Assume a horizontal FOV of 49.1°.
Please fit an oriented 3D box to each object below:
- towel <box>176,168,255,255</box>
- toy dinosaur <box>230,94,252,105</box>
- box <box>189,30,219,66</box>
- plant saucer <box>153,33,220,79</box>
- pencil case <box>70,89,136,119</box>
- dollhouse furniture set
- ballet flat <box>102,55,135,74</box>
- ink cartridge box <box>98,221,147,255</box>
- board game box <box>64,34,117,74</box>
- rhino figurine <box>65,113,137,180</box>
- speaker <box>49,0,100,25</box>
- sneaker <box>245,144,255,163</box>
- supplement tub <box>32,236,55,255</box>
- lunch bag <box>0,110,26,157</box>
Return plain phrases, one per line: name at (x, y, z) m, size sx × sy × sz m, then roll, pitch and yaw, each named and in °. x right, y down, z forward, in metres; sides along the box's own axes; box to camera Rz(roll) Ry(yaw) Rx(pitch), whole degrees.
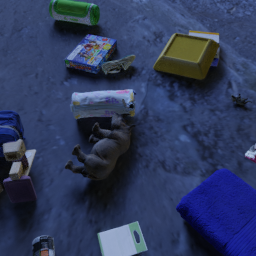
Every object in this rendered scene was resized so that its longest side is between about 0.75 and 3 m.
towel at (2.837, 2.450, 6.864) m, size 2.136 × 0.717 × 2.892 m, roll -27°, pitch 53°, yaw -30°
toy dinosaur at (4.116, -0.997, 10.240) m, size 0.787 × 0.303 × 0.402 m, roll 34°, pitch 69°, yaw 18°
box at (3.276, -3.466, 12.318) m, size 1.376 × 0.479 × 2.312 m, roll 9°, pitch 51°, yaw 8°
plant saucer at (2.415, -3.141, 11.591) m, size 2.208 × 0.535 × 2.209 m, roll 17°, pitch 60°, yaw 23°
pencil case at (-0.813, -0.790, 9.559) m, size 2.205 × 0.917 × 1.000 m, roll -2°, pitch 32°, yaw -1°
dollhouse furniture set at (-3.715, 0.947, 7.765) m, size 2.230 × 1.767 × 1.582 m, roll -7°, pitch 33°, yaw -3°
ballet flat at (-0.319, -2.572, 11.545) m, size 1.544 × 0.536 × 0.536 m, roll -20°, pitch 51°, yaw -16°
ink cartridge box at (-0.148, 2.792, 6.776) m, size 1.047 × 0.251 × 0.762 m, roll -13°, pitch 49°, yaw -11°
board game box at (-1.568, -3.276, 12.179) m, size 1.489 × 0.379 × 2.200 m, roll 16°, pitch 50°, yaw 14°
rhino figurine at (-0.602, 0.449, 8.505) m, size 1.214 × 0.830 × 2.777 m, roll 30°, pitch 52°, yaw 9°
speaker at (-2.679, -5.828, 14.064) m, size 2.402 × 1.062 × 1.062 m, roll 13°, pitch 49°, yaw 11°
sneaker at (3.119, 0.378, 5.847) m, size 0.854 × 2.316 × 1.013 m, roll 33°, pitch 92°, yaw 21°
supplement tub at (-1.938, 2.964, 6.459) m, size 0.497 × 0.497 × 0.812 m, roll -10°, pitch 48°, yaw -9°
lunch bag at (-3.965, 0.260, 8.452) m, size 1.718 × 1.167 × 1.137 m, roll -3°, pitch 49°, yaw -5°
